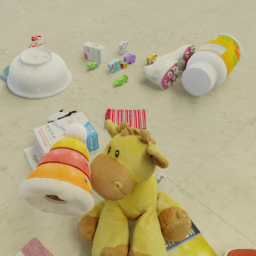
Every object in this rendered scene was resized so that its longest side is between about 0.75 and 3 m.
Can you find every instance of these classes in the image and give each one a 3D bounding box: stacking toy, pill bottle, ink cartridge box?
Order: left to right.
[{"bbox_3d":[-2.066,0.405,8.489,2.065,0.701,1.189,-23,47,-23],"label":"ink cartridge box"},{"bbox_3d":[-1.113,0.602,5.153,1.279,1.279,1.751,5,54,5],"label":"stacking toy"},{"bbox_3d":[-1.499,-3.391,12.590,0.958,0.695,0.399,22,46,22],"label":"ink cartridge box"},{"bbox_3d":[-0.248,-2.859,12.098,1.921,0.599,2.548,33,53,31],"label":"stacking toy"},{"bbox_3d":[1.105,2.860,6.114,1.551,0.364,1.532,-19,46,-21],"label":"ink cartridge box"},{"bbox_3d":[3.225,-2.435,10.908,1.559,1.559,2.807,25,48,24],"label":"pill bottle"}]

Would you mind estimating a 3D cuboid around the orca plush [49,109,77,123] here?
[{"bbox_3d":[-2.139,-0.310,9.341,1.215,0.432,0.639,-21,37,29],"label":"orca plush"}]

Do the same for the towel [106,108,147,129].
[{"bbox_3d":[-0.066,-0.325,9.681,1.396,0.157,1.010,1,44,1],"label":"towel"}]

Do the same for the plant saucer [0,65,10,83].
[{"bbox_3d":[-4.630,-2.394,11.877,1.534,0.210,1.534,0,42,0],"label":"plant saucer"}]

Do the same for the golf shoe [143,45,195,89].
[{"bbox_3d":[1.774,-2.783,11.672,1.370,1.128,2.994,24,47,28],"label":"golf shoe"}]

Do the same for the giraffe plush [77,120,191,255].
[{"bbox_3d":[0.084,1.207,6.100,2.570,2.415,2.978,6,41,22],"label":"giraffe plush"}]

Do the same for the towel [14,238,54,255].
[{"bbox_3d":[-2.284,3.450,5.546,1.592,0.251,2.210,29,51,29],"label":"towel"}]

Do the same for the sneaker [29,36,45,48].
[{"bbox_3d":[-4.324,-3.618,12.623,0.534,0.857,1.598,12,39,16],"label":"sneaker"}]

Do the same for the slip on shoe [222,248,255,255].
[{"bbox_3d":[3.200,2.887,5.582,2.685,0.821,0.994,10,42,3],"label":"slip on shoe"}]

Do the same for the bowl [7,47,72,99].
[{"bbox_3d":[-3.541,-2.376,11.037,2.546,1.144,2.546,3,46,-3],"label":"bowl"}]
